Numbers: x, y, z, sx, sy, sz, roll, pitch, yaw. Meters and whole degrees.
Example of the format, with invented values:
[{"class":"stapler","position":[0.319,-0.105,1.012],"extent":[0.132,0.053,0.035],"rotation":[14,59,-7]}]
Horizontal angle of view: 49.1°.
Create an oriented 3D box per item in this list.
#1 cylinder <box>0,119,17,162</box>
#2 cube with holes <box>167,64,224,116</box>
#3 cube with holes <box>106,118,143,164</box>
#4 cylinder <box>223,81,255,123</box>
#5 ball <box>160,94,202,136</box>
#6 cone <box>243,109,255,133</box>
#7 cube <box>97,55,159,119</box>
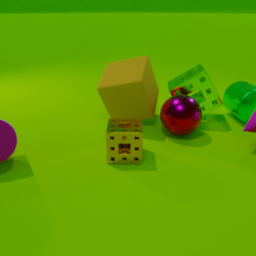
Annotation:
[{"class":"cylinder","position":[-2.982,0.266,6.236],"extent":[0.956,0.956,0.956],"rotation":[-10,4,-21]},{"class":"cube with holes","position":[2.045,-1.092,8.698],"extent":[1.183,1.183,1.183],"rotation":[-28,16,16]},{"class":"cube with holes","position":[-0.075,0.305,6.682],"extent":[0.817,0.817,0.817],"rotation":[0,24,1]},{"class":"cylinder","position":[3.716,-0.822,8.806],"extent":[1.088,1.088,1.088],"rotation":[-3,25,-7]},{"class":"ball","position":[1.456,-0.355,7.729],"extent":[1.151,1.151,1.151],"rotation":[0,25,0]},{"class":"cone","position":[3.254,-0.100,7.010],"extent":[0.998,0.994,0.994],"rotation":[-21,30,-17]},{"class":"cube","position":[0.062,-1.151,8.423],"extent":[1.355,1.355,1.355],"rotation":[-6,43,20]}]
